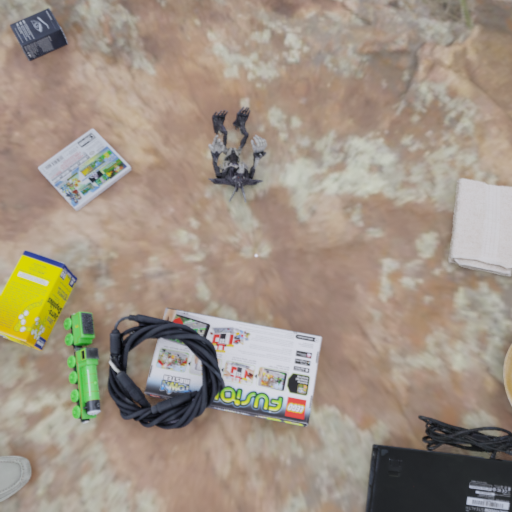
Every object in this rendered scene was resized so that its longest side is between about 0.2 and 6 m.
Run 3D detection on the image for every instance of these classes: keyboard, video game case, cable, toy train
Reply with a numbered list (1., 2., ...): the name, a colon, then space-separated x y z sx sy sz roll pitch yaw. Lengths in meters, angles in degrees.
1. keyboard: 2.991 2.952 7.398 3.009 0.596 1.566 7 92 2
2. video game case: -2.808 -1.428 9.187 1.133 0.125 1.033 -41 74 -15
3. cable: -1.267 1.593 7.498 1.807 0.459 1.475 10 87 22
4. toy train: -2.402 1.524 7.838 0.440 0.326 1.562 -25 68 30

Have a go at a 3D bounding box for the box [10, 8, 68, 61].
1. box: -3.876 -3.956 10.015 0.780 0.407 0.577 -28 71 -10

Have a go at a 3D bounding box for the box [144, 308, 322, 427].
1. box: -0.302 1.553 7.876 2.268 0.394 1.248 11 69 4

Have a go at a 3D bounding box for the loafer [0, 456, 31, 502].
1. loafer: -3.822 3.007 7.196 1.750 0.611 0.612 -17 70 -7

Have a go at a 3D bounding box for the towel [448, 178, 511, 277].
1. towel: 3.582 -0.477 8.740 1.023 0.266 1.543 11 69 4

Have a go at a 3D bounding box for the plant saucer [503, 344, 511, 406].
1. plant saucer: 4.282 1.809 7.811 1.747 0.309 1.747 0 67 1

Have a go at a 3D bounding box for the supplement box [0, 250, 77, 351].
1. supplement box: -3.215 0.650 8.087 0.662 0.658 1.208 18 70 7

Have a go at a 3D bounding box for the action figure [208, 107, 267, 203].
1. action figure: -0.343 -1.660 8.940 0.916 0.787 1.542 -3 67 -13
